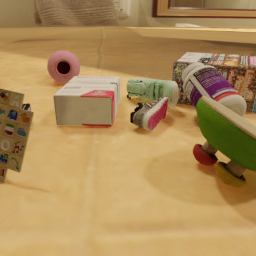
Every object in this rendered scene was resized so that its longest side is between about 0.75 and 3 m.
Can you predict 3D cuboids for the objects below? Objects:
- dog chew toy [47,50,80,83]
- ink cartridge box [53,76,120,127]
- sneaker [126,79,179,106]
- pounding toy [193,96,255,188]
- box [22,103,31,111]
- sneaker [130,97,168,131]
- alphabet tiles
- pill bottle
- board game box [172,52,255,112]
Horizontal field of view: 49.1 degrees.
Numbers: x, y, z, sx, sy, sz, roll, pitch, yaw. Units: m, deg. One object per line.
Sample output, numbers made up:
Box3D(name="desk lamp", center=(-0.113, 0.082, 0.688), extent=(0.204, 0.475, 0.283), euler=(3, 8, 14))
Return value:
Box3D(name="dog chew toy", center=(-2.814, -2.728, 12.387), extent=(1.373, 1.373, 2.205), euler=(-4, 16, -9))
Box3D(name="ink cartridge box", center=(-1.124, -0.890, 8.543), extent=(1.608, 0.937, 2.221), euler=(2, 24, 4))
Box3D(name="sneaker", center=(0.696, -1.197, 9.341), extent=(1.352, 0.843, 2.292), euler=(-2, 14, -19))
Box3D(name="pounding toy", center=(2.180, 0.585, 5.360), extent=(2.613, 1.213, 2.017), euler=(34, 18, 4))
Box3D(name="box", center=(-3.611, 0.005, 7.061), extent=(1.859, 0.505, 2.321), euler=(-2, 24, -5))
Box3D(name="sneaker", center=(0.611, -0.501, 8.011), extent=(0.785, 0.662, 1.796), euler=(14, 30, 22))
Box3D(name="alphabet tiles", center=(-2.538, 0.101, 5.405), extent=(1.449, 1.741, 0.055), euler=(13, 1, 18))
Box3D(name="pill bottle", center=(2.277, -0.964, 7.786), extent=(1.120, 1.120, 1.992), euler=(-8, 47, -17))
Box3D(name="board game box", center=(3.213, -1.725, 9.837), extent=(2.926, 1.417, 2.333), euler=(9, 25, 20))
